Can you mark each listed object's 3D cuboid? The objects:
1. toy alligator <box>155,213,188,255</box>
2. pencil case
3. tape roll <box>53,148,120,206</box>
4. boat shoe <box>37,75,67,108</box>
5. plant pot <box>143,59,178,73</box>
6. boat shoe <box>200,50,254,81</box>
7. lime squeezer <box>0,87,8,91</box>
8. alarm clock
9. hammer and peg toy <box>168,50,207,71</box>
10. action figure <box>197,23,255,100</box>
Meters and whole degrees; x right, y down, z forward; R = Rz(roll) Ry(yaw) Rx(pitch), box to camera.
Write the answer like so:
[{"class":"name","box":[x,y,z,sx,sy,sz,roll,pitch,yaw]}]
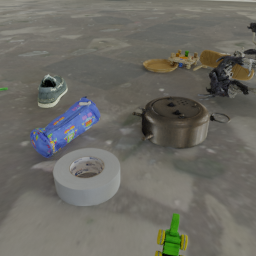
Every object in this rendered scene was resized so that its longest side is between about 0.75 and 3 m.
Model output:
[{"class":"toy alligator","box":[0.555,1.878,3.850,0.402,0.368,1.357,9,70,6]},{"class":"pencil case","box":[-1.495,-0.079,6.997,0.746,0.830,1.911,38,50,13]},{"class":"tape roll","box":[-0.825,0.962,5.743,1.341,0.443,1.341,-1,30,0]},{"class":"boat shoe","box":[-2.598,-1.460,9.641,0.811,0.688,2.227,0,30,0]},{"class":"plant pot","box":[1.427,-2.729,12.304,1.522,0.209,1.522,0,31,0]},{"class":"boat shoe","box":[4.148,-2.648,11.495,0.825,0.843,2.381,-12,39,-45]},{"class":"lime squeezer","box":[-4.814,-1.138,9.475,0.616,0.329,1.743,5,30,9]},{"class":"alarm clock","box":[1.511,-0.253,7.506,2.599,0.865,1.753,-2,30,-10]},{"class":"hammer and peg toy","box":[2.680,-3.021,12.389,1.574,0.555,1.158,19,32,26]},{"class":"action figure","box":[3.608,-1.837,8.812,1.531,3.000,1.783,43,6,30]}]
